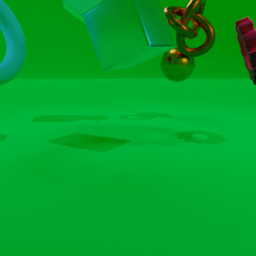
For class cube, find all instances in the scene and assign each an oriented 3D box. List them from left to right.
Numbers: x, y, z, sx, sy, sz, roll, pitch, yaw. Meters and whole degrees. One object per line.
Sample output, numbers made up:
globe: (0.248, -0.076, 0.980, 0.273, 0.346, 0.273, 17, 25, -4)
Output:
cube: (-1.081, -3.961, 8.664, 1.341, 1.341, 1.341, 33, 7, -17)
cube: (0.052, -1.984, 5.750, 1.202, 1.202, 1.202, -17, 4, 36)

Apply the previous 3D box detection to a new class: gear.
gear: (2.842, -1.755, 6.459, 0.279, 1.508, 1.508, -18, 5, 19)

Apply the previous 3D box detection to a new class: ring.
ring: (-3.014, -1.893, 5.772, 0.420, 2.100, 2.100, -7, 6, 30)

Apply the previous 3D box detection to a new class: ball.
ball: (1.866, -2.387, 10.562, 1.302, 1.302, 1.302, 0, 11, 0)

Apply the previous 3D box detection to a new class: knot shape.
knot shape: (2.195, -3.642, 9.515, 2.076, 1.943, 0.959, 35, -16, -31)
